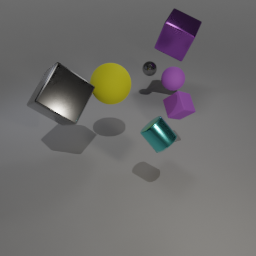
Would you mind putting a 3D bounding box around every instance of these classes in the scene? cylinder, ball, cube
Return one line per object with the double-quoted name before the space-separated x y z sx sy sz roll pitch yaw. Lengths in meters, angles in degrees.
"cylinder" 0.797 0.165 7.322 0.700 0.700 0.700 -40 8 6
"ball" -0.588 -1.504 9.559 1.400 1.400 1.400 0 32 0
"cube" -2.158 -1.016 8.950 1.400 1.400 1.400 -1 61 61
"cube" 2.212 -4.123 12.435 1.400 1.400 1.400 27 52 1
"ball" 1.036 -2.844 13.420 0.700 0.700 0.700 0 32 0
"cube" 1.731 -0.752 9.482 0.700 0.700 0.700 5 65 -45
"ball" 1.334 -1.461 8.286 0.700 0.700 0.700 0 32 0
